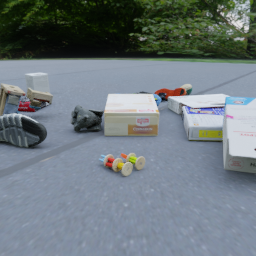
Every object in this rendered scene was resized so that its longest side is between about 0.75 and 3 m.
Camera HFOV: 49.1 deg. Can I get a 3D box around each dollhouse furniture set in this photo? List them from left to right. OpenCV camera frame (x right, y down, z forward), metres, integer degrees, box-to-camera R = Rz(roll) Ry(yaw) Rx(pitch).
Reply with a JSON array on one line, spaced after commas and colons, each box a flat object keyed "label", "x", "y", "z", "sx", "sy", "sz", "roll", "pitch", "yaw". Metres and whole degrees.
[{"label": "dollhouse furniture set", "x": -3.959, "y": -0.816, "z": 10.885, "sx": 1.856, "sy": 1.308, "sz": 1.301, "roll": 8, "pitch": 14, "yaw": -36}]

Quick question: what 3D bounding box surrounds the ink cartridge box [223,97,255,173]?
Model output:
[{"label": "ink cartridge box", "x": 3.331, "y": 0.276, "z": 7.147, "sx": 1.681, "sy": 0.991, "sz": 2.920, "roll": 5, "pitch": 32, "yaw": 16}]

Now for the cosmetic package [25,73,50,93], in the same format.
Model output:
[{"label": "cosmetic package", "x": -5.228, "y": -2.526, "z": 16.171, "sx": 0.983, "sy": 1.193, "sz": 0.984, "roll": -16, "pitch": 23, "yaw": -40}]

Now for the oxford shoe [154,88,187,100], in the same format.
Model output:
[{"label": "oxford shoe", "x": 2.245, "y": -1.703, "z": 14.887, "sx": 1.848, "sy": 0.658, "sz": 0.670, "roll": 3, "pitch": -17, "yaw": 31}]

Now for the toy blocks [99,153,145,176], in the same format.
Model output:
[{"label": "toy blocks", "x": -0.183, "y": 0.821, "z": 7.063, "sx": 0.812, "sy": 0.354, "sz": 0.975, "roll": -17, "pitch": 25, "yaw": -42}]

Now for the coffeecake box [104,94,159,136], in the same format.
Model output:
[{"label": "coffeecake box", "x": 0.107, "y": -0.544, "z": 10.254, "sx": 1.811, "sy": 0.862, "sz": 2.359, "roll": 0, "pitch": 22, "yaw": 0}]

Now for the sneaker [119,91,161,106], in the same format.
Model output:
[{"label": "sneaker", "x": 0.320, "y": -1.160, "z": 12.373, "sx": 2.370, "sy": 0.840, "sz": 0.982, "roll": 0, "pitch": 12, "yaw": 20}]

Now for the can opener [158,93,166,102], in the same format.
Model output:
[{"label": "can opener", "x": 1.439, "y": -1.566, "z": 14.620, "sx": 1.188, "sy": 0.376, "sz": 0.467, "roll": -1, "pitch": 42, "yaw": 28}]

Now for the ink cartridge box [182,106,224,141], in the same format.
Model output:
[{"label": "ink cartridge box", "x": 3.373, "y": -0.208, "z": 9.932, "sx": 2.716, "sy": 0.638, "sz": 2.684, "roll": 3, "pitch": 17, "yaw": 6}]

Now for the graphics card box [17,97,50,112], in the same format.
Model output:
[{"label": "graphics card box", "x": -4.486, "y": -1.187, "z": 13.209, "sx": 1.101, "sy": 0.446, "sz": 1.755, "roll": 3, "pitch": 19, "yaw": 10}]

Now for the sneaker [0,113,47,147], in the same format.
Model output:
[{"label": "sneaker", "x": -3.516, "y": -0.112, "z": 9.007, "sx": 2.674, "sy": 1.003, "sz": 1.544, "roll": 4, "pitch": 16, "yaw": 16}]

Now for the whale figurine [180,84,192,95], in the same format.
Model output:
[{"label": "whale figurine", "x": 3.221, "y": -2.132, "z": 16.276, "sx": 1.084, "sy": 0.563, "sz": 0.863, "roll": -24, "pitch": 20, "yaw": 5}]

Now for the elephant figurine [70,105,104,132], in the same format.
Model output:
[{"label": "elephant figurine", "x": -1.267, "y": -0.332, "z": 9.995, "sx": 1.367, "sy": 0.967, "sz": 1.060, "roll": 6, "pitch": 40, "yaw": -39}]

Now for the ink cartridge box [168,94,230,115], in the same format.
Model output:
[{"label": "ink cartridge box", "x": 3.496, "y": -0.946, "z": 12.162, "sx": 2.842, "sy": 0.619, "sz": 2.467, "roll": -4, "pitch": 18, "yaw": -14}]
